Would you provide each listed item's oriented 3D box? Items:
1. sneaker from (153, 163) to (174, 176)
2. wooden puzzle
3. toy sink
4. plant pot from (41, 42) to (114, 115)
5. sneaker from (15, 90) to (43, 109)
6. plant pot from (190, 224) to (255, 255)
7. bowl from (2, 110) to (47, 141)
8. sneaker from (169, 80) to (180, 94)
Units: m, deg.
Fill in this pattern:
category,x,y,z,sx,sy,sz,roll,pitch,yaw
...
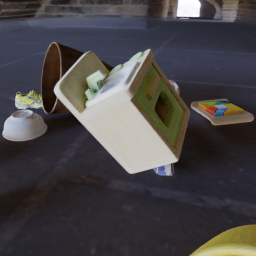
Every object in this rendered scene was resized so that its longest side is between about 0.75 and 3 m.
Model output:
category,x,y,z,sx,sy,sz,roll,pitch,yaw
sneaker,0.472,0.436,8.387,1.658,1.160,2.871,-5,24,5
wooden puzzle,3.771,-0.748,11.345,1.821,0.367,1.969,-6,28,-12
toy sink,0.064,-0.600,6.322,1.516,2.706,1.764,-22,28,37
plant pot,-1.733,-1.825,11.423,2.937,2.745,2.745,2,22,-31
sneaker,-3.861,-1.216,11.905,1.819,0.695,0.686,-5,26,-12
plant pot,2.088,2.257,3.499,2.436,2.436,2.292,24,20,38
bowl,-3.684,-0.196,9.921,1.530,0.687,1.530,0,28,0
sneaker,1.433,-1.592,12.044,0.911,1.265,2.420,-15,29,-22
